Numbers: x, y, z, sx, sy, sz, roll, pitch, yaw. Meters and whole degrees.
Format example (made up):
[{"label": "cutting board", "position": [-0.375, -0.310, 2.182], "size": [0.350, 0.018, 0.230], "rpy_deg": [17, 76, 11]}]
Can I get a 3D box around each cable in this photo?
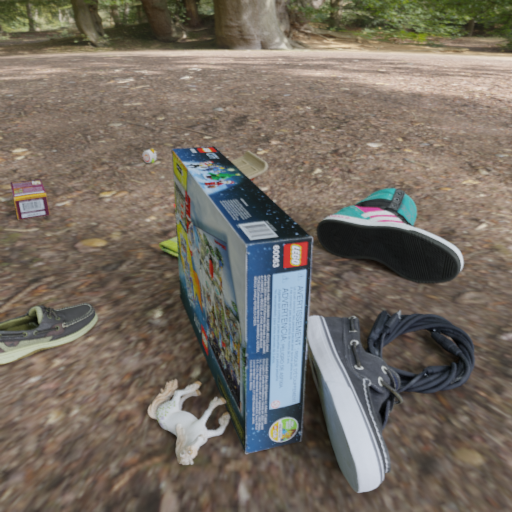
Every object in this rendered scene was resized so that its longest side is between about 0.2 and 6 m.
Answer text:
[{"label": "cable", "position": [2.124, 1.320, 7.364], "size": [1.401, 0.436, 1.717], "rpy_deg": [16, 30, 17]}]

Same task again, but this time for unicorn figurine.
[{"label": "unicorn figurine", "position": [-0.732, 1.850, 6.200], "size": [1.265, 0.467, 0.869], "rpy_deg": [6, 32, 46]}]

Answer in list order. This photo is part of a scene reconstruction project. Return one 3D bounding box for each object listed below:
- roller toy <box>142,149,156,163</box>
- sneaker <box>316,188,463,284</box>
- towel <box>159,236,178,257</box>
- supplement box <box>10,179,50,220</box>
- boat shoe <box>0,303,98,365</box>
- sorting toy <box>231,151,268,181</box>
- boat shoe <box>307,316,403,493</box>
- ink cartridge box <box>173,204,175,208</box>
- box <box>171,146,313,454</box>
[{"label": "roller toy", "position": [-3.060, -2.874, 16.118], "size": [0.358, 0.392, 0.274], "rpy_deg": [4, 23, 37]}, {"label": "sneaker", "position": [2.673, -0.436, 10.218], "size": [2.746, 1.148, 1.658], "rpy_deg": [20, 41, 38]}, {"label": "towel", "position": [-0.760, -0.349, 10.894], "size": [1.432, 0.227, 1.994], "rpy_deg": [17, 30, 26]}, {"label": "supplement box", "position": [-5.095, -1.289, 12.600], "size": [0.676, 0.525, 1.226], "rpy_deg": [-11, 28, -22]}, {"label": "boat shoe", "position": [-3.005, 0.973, 7.818], "size": [1.678, 0.551, 0.599], "rpy_deg": [-22, 33, -38]}, {"label": "sorting toy", "position": [-0.775, -2.007, 13.764], "size": [1.710, 0.307, 2.295], "rpy_deg": [-29, 28, -7]}, {"label": "boat shoe", "position": [1.168, 1.465, 6.369], "size": [0.916, 0.966, 2.764], "rpy_deg": [-11, 18, 0]}, {"label": "ink cartridge box", "position": [-1.439, -1.127, 12.626], "size": [0.779, 0.242, 0.968], "rpy_deg": [-6, 28, -14]}, {"label": "box", "position": [-0.354, 0.251, 7.091], "size": [0.683, 2.476, 3.625], "rpy_deg": [-8, 27, -16]}]
